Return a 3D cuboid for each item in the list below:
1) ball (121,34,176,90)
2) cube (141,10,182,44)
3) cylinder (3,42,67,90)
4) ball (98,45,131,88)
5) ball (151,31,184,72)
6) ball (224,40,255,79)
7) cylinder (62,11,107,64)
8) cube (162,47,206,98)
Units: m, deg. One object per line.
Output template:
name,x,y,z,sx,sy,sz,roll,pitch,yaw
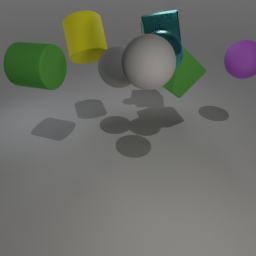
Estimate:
ball,0.529,-1.688,7.217,1.400,1.400,1.400,0,31,0
cube,1.304,-3.777,11.311,1.400,1.400,1.400,-8,10,3
cylinder,-2.918,-1.979,8.927,1.400,1.400,1.400,9,32,20
ball,-0.301,-2.049,9.375,1.400,1.400,1.400,0,31,0
ball,1.019,-2.295,8.734,1.400,1.400,1.400,0,31,0
ball,4.294,-2.535,10.382,1.400,1.400,1.400,0,31,0
cylinder,-1.537,-3.229,10.111,1.400,1.400,1.400,-12,-5,-1
cube,1.702,-2.249,10.304,1.400,1.400,1.400,28,26,-34
